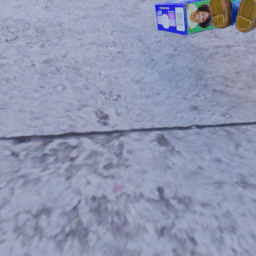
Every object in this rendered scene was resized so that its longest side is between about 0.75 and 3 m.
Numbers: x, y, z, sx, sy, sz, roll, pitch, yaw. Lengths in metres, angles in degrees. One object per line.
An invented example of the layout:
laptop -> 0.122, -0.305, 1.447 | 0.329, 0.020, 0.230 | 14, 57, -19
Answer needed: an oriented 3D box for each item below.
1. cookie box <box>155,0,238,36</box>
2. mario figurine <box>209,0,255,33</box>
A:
cookie box -> 2.342, -3.576, 8.584 | 2.402, 0.903, 2.055 | -16, 27, -12
mario figurine -> 3.066, -3.001, 6.013 | 2.809, 1.489, 1.734 | -26, 72, -28
